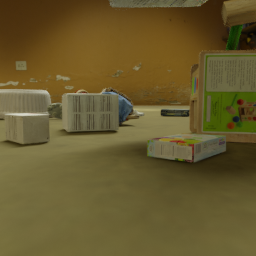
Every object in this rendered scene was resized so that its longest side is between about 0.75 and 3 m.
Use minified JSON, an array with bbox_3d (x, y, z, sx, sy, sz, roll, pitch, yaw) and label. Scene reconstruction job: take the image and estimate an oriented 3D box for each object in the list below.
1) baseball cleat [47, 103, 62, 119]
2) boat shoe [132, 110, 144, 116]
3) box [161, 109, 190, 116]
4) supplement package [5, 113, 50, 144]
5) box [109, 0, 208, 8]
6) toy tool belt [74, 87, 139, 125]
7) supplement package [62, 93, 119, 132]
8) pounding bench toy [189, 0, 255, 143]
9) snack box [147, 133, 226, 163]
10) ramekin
[{"bbox_3d":[-2.304,-0.608,11.296,1.812,0.632,0.964,10,-1,-3],"label":"baseball cleat"},{"bbox_3d":[0.323,-0.735,13.495,0.954,0.319,0.351,-1,6,-12],"label":"boat shoe"},{"bbox_3d":[2.294,-0.750,13.550,1.321,0.337,1.042,2,5,14],"label":"box"},{"bbox_3d":[-1.789,-0.011,4.955,0.490,0.484,0.809,-5,7,-43],"label":"supplement package"},{"bbox_3d":[1.012,-3.285,5.191,2.381,1.249,2.190,-11,4,-23],"label":"box"},{"bbox_3d":[-0.595,-0.644,8.111,1.778,1.110,1.093,20,1,-31],"label":"toy tool belt"},{"bbox_3d":[-0.954,-0.393,6.863,1.193,0.878,1.141,-2,6,-18],"label":"supplement package"},{"bbox_3d":[2.054,-1.041,5.496,1.511,2.432,1.897,1,6,7],"label":"pounding bench toy"},{"bbox_3d":[0.780,0.230,3.650,0.657,0.245,0.924,5,7,41],"label":"snack box"},{"bbox_3d":[-4.476,-1.032,12.034,2.524,1.175,2.524,1,5,0],"label":"ramekin"}]
